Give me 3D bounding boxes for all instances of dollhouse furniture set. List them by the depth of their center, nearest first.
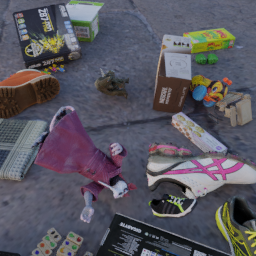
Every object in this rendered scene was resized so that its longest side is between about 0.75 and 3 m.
[{"bbox_3d":[3.314,-0.633,9.368,1.274,0.729,1.494,-24,23,-21],"label":"dollhouse furniture set"}]

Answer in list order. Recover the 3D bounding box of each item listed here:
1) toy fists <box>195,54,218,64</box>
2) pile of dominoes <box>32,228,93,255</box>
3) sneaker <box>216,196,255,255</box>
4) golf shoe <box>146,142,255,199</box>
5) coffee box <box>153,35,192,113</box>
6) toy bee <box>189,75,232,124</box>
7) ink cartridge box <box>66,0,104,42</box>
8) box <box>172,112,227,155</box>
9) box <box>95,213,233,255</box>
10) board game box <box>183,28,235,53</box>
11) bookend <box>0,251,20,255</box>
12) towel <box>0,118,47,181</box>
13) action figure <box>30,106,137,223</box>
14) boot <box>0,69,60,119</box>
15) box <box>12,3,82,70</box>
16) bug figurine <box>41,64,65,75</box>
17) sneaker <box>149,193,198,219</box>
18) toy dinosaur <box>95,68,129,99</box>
[{"bbox_3d":[3.266,-2.847,11.632,0.921,0.317,0.469,1,36,3],"label":"toy fists"},{"bbox_3d":[-1.407,2.634,5.397,1.102,0.225,1.414,25,35,9],"label":"pile of dominoes"},{"bbox_3d":[2.486,2.371,5.685,0.810,0.920,2.175,-14,45,-12],"label":"sneaker"},{"bbox_3d":[1.857,1.195,7.039,2.852,1.036,1.313,8,75,1],"label":"golf shoe"},{"bbox_3d":[1.535,-1.924,9.716,1.019,1.461,2.556,9,46,3],"label":"coffee box"},{"bbox_3d":[2.831,-1.222,9.238,1.426,1.184,2.178,12,35,-49],"label":"toy bee"},{"bbox_3d":[-2.297,-5.311,13.734,1.871,0.959,2.532,8,44,9],"label":"ink cartridge box"},{"bbox_3d":[2.069,0.214,8.348,0.398,0.372,1.921,-25,49,-23],"label":"box"},{"bbox_3d":[0.558,3.035,5.191,2.694,0.665,2.151,15,47,15],"label":"box"},{"bbox_3d":[3.632,-3.971,12.669,2.046,0.487,1.040,-11,45,-12],"label":"board game box"},{"bbox_3d":[-2.925,3.072,5.099,1.554,0.716,1.544,6,44,7],"label":"bookend"},{"bbox_3d":[-3.566,0.545,8.105,2.073,0.372,2.154,4,46,9],"label":"towel"},{"bbox_3d":[-0.964,0.878,6.725,1.782,2.661,1.981,-50,16,-2],"label":"action figure"},{"bbox_3d":[-3.936,-1.251,9.536,2.851,1.070,1.529,-24,42,-30],"label":"boot"},{"bbox_3d":[-3.386,-3.851,11.699,2.296,0.699,2.849,-15,65,-12],"label":"box"},{"bbox_3d":[-2.961,-2.189,10.986,0.719,0.238,0.927,29,55,35],"label":"bug figurine"},{"bbox_3d":[0.806,1.457,5.338,1.034,0.428,0.371,-26,8,38],"label":"sneaker"},{"bbox_3d":[-0.625,-1.420,9.454,1.211,0.912,2.368,6,18,7],"label":"toy dinosaur"}]
